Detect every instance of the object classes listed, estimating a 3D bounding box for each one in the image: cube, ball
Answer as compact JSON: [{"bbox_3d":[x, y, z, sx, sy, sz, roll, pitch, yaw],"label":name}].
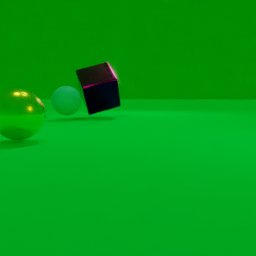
[{"bbox_3d":[-1.181,-1.582,11.167,1.359,1.359,1.359,-17,46,-10],"label":"cube"},{"bbox_3d":[-2.040,-0.252,5.205,0.957,0.957,0.957,0,6,0],"label":"ball"},{"bbox_3d":[-2.233,-0.988,10.182,1.067,1.067,1.067,0,6,0],"label":"ball"}]
